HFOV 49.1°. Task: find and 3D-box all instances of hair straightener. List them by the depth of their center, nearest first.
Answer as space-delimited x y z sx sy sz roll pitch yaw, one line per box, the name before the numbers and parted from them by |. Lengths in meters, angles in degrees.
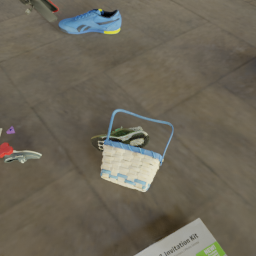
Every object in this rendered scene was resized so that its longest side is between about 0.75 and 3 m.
hair straightener | -1.914 -2.539 5.500 0.294 1.438 0.553 -7 71 24

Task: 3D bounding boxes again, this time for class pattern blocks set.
pattern blocks set | -3.900 0.362 7.551 1.726 0.140 1.517 -16 49 0

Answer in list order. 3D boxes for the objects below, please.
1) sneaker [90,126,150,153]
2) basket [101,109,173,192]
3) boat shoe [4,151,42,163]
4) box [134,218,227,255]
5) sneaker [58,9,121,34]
sneaker | -0.236 0.257 7.658 1.583 0.609 0.702 -4 35 -8
basket | 0.125 0.524 6.791 1.569 1.237 1.779 17 84 13
boat shoe | -2.759 0.778 7.321 0.996 0.363 0.308 2 67 4
box | 1.265 3.335 5.091 2.099 0.554 2.693 -23 54 -17
sneaker | -1.514 -4.271 10.968 2.509 0.984 0.827 1 53 2
